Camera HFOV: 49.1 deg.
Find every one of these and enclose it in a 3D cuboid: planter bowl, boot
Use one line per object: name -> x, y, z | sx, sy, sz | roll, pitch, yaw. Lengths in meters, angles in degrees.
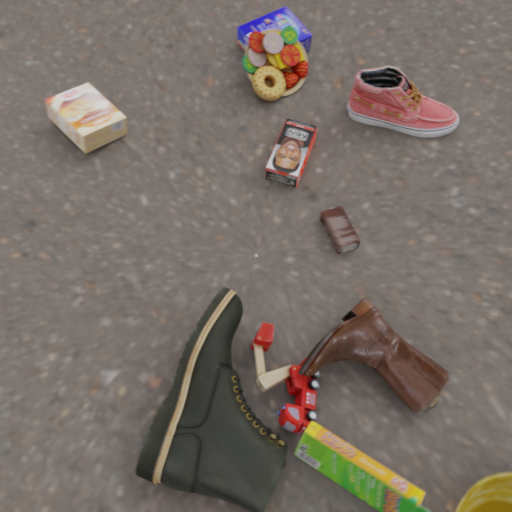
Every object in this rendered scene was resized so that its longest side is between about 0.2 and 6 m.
planter bowl -> 3.138, 3.886, 7.032 | 2.104, 0.876, 2.104 | 6, 62, -12
boot -> 1.802, 1.759, 8.278 | 1.771, 0.610, 1.900 | -40, 79, -26
boot -> -0.234, 2.088, 8.101 | 1.989, 1.114, 2.875 | 20, 77, 5

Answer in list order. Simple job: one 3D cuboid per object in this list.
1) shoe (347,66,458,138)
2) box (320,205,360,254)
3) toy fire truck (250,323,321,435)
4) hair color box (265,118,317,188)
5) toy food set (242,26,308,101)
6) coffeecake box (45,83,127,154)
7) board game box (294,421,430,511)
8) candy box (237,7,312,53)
shoe -> 2.867, -2.946, 10.708 | 2.168, 0.986, 0.775 | 11, 63, 6
box -> 1.452, -0.457, 9.783 | 0.396, 0.296, 0.790 | -17, 65, -10
toy fire truck -> 0.396, 1.819, 8.340 | 1.065, 0.368, 1.510 | 16, 51, -7
hair color box -> 0.664, -1.943, 10.518 | 0.634, 0.383, 1.250 | 17, 64, 8
toy food set -> 0.398, -3.896, 11.251 | 1.393, 0.339, 1.379 | -26, 98, -13
coffeecake box -> -3.254, -2.662, 10.758 | 0.963, 0.458, 1.255 | -35, 66, -30
board game box -> 1.416, 2.987, 7.594 | 1.847, 0.882, 0.277 | 32, 54, 16
candy box -> 0.373, -4.605, 11.884 | 1.239, 0.477, 1.048 | -27, 67, -15
